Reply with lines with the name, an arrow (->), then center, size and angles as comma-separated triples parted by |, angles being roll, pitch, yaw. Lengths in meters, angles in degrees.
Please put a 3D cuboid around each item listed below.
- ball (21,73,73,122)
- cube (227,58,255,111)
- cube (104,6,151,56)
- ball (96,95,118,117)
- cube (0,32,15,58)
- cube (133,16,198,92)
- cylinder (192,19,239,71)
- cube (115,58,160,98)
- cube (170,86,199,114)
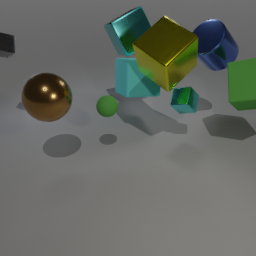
ball -> -2.299, -0.870, 8.003 | 1.400, 1.400, 1.400 | 0, 29, 0
cube -> 4.254, -1.452, 9.458 | 1.400, 1.400, 1.400 | -5, -11, 32
cube -> 0.058, -3.894, 11.390 | 1.400, 1.400, 1.400 | -32, 22, -6
ball -> -0.663, -0.693, 8.948 | 0.700, 0.700, 0.700 | 0, 29, 0
cube -> -4.635, -3.055, 10.354 | 0.700, 0.700, 0.700 | 2, -4, -40
cube -> 1.199, -2.291, 8.784 | 1.400, 1.400, 1.400 | -44, 65, -10
cylinder -> 3.226, -3.069, 10.507 | 1.400, 1.400, 1.400 | 24, 6, -47
cube -> 0.372, -2.006, 10.995 | 1.400, 1.400, 1.400 | -4, 16, -20
cube -> 2.022, -0.975, 9.952 | 0.700, 0.700, 0.700 | -2, 66, 41
